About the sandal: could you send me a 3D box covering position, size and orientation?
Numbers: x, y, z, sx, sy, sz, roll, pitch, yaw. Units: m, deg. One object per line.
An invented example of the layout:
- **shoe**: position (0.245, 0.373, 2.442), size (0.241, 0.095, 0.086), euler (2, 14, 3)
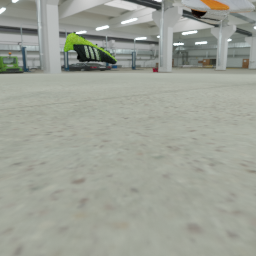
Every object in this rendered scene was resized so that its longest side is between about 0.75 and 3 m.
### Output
- **sandal**: position (2.075, -2.659, 6.453), size (1.823, 0.522, 0.698), euler (-4, 46, -16)

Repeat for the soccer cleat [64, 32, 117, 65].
- **soccer cleat**: position (-1.075, -2.136, 8.082), size (1.644, 0.666, 0.555), euler (21, 16, -34)
